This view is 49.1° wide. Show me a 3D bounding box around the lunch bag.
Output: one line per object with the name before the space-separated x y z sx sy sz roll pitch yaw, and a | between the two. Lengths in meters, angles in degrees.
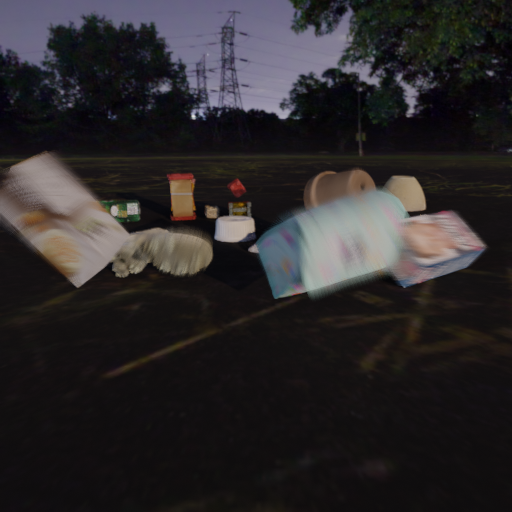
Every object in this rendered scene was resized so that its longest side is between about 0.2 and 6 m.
lunch bag | 0.911 -0.152 6.867 1.392 0.996 1.634 -15 -11 -19

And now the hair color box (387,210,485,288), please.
hair color box | 2.818 -0.160 9.117 1.850 0.560 0.925 -12 57 -39

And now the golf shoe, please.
golf shoe | -1.498 -0.203 8.992 1.896 0.742 0.922 -1 37 22

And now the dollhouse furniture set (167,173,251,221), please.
dollhouse furniture set | -1.285 -1.632 15.293 2.228 1.199 0.906 -2 13 -9

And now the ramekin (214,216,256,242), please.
ramekin | -0.469 -0.608 12.431 0.921 0.449 0.921 0 12 0

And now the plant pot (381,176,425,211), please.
plant pot | 4.475 -1.946 17.219 1.445 0.970 1.445 -1 12 0

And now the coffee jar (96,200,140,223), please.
coffee jar | -3.713 -1.148 14.504 1.346 0.574 0.702 -3 6 -15

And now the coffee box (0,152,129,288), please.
coffee box | -2.873 -0.529 8.273 1.000 1.748 0.697 -41 5 39

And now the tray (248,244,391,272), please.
tray | 1.775 -0.214 10.836 3.509 0.389 1.884 8 14 32

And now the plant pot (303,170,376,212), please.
plant pot | 1.681 -1.156 10.765 1.214 1.214 1.058 -9 -7 -34
